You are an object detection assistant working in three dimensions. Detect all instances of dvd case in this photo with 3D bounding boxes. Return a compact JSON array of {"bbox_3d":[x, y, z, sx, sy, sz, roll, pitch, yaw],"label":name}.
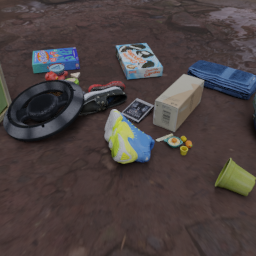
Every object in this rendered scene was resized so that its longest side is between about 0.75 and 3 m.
[{"bbox_3d":[0.330,-0.599,9.612,0.737,0.121,0.981,26,52,25],"label":"dvd case"}]

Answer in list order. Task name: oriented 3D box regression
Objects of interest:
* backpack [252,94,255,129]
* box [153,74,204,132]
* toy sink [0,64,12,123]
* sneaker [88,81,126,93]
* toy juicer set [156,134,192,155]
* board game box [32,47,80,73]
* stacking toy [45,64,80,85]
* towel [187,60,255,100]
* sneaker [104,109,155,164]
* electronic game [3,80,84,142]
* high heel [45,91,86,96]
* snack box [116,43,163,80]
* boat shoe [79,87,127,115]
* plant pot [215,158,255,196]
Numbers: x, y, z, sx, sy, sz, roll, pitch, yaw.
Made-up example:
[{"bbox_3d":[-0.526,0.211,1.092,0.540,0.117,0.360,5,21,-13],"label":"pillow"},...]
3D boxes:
[{"bbox_3d":[4.656,-0.367,8.432,1.676,1.346,1.831,9,41,14],"label":"backpack"},{"bbox_3d":[1.727,-0.896,9.422,0.819,1.001,2.108,23,45,25],"label":"box"},{"bbox_3d":[-4.992,-0.623,8.308,1.669,1.942,2.979,7,38,8],"label":"toy sink"},{"bbox_3d":[-0.733,-1.364,10.393,1.419,0.501,0.693,-11,39,-10],"label":"sneaker"},{"bbox_3d":[1.444,0.359,8.395,1.045,0.284,0.665,28,46,31],"label":"toy juicer set"},{"bbox_3d":[-3.239,-3.063,12.575,1.974,0.444,1.501,-9,39,-11],"label":"board game box"},{"bbox_3d":[-2.635,-2.161,11.308,1.312,0.612,1.449,-1,39,0],"label":"stacking toy"},{"bbox_3d":[3.764,-2.013,11.091,2.667,0.647,1.489,25,44,28],"label":"towel"},{"bbox_3d":[0.036,0.300,8.220,1.234,0.890,2.350,15,30,-19],"label":"sneaker"},{"bbox_3d":[-2.747,-0.658,9.157,2.744,0.571,2.744,-8,47,9],"label":"electronic game"},{"bbox_3d":[-2.232,-1.041,9.904,1.566,0.559,1.116,3,31,-11],"label":"high heel"},{"bbox_3d":[0.425,-3.033,12.502,1.534,0.490,2.640,-8,39,-10],"label":"snack box"},{"bbox_3d":[-0.901,-0.918,9.682,2.043,0.701,0.578,-27,44,-33],"label":"boat shoe"},{"bbox_3d":[2.692,1.272,6.939,0.746,0.812,0.812,28,45,15],"label":"plant pot"}]
